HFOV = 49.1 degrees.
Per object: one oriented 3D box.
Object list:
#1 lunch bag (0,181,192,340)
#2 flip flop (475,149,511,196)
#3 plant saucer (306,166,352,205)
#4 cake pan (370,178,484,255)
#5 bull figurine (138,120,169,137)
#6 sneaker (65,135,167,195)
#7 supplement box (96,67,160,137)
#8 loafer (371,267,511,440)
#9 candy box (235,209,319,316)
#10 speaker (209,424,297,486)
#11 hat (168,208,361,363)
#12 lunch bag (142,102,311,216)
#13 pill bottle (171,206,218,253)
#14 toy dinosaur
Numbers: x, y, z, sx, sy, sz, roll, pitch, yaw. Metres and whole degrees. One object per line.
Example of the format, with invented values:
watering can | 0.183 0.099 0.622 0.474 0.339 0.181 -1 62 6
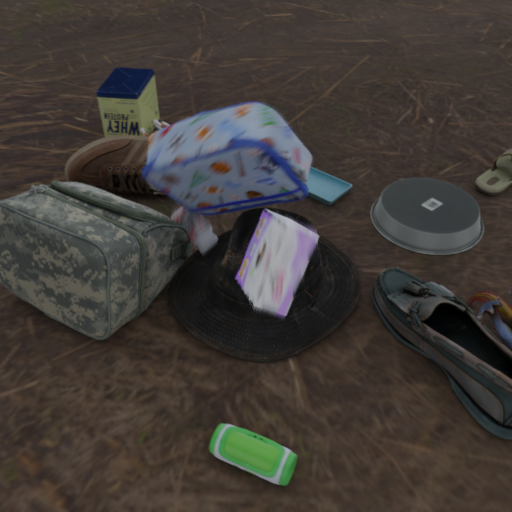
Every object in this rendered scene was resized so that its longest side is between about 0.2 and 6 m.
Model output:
lunch bag | -2.879 -0.197 9.934 2.832 1.973 2.376 20 29 21
flip flop | 5.768 -2.041 13.005 1.966 0.566 0.797 -32 50 -32
plant saucer | 0.950 -1.852 13.058 2.530 0.240 0.885 29 49 30
cake pan | 3.627 -0.926 11.822 2.349 0.431 2.349 0 41 0
bull figurine | -2.482 -2.809 13.850 0.931 0.500 1.534 44 41 -2
sneaker | -2.459 -1.939 12.408 3.405 1.199 1.286 -13 43 -14
supplement box | -3.204 -3.749 14.244 1.026 1.527 1.528 5 41 6
loafer | 3.141 1.165 8.856 1.262 1.105 3.513 -20 45 -18
candy box | 0.261 0.051 8.284 0.527 1.235 1.472 21 8 -16
speaker | -0.045 2.682 7.597 1.129 0.499 0.499 17 44 19
hat | 0.187 0.078 9.895 3.607 1.455 3.607 1 41 -1
lunch bag | -0.401 -1.481 9.460 2.633 2.110 0.995 -5 64 29
pill bottle | -1.172 -0.536 10.763 0.893 0.517 0.517 50 54 2
toy dinosaur | 4.713 1.398 8.655 2.321 1.343 2.557 49 12 2
